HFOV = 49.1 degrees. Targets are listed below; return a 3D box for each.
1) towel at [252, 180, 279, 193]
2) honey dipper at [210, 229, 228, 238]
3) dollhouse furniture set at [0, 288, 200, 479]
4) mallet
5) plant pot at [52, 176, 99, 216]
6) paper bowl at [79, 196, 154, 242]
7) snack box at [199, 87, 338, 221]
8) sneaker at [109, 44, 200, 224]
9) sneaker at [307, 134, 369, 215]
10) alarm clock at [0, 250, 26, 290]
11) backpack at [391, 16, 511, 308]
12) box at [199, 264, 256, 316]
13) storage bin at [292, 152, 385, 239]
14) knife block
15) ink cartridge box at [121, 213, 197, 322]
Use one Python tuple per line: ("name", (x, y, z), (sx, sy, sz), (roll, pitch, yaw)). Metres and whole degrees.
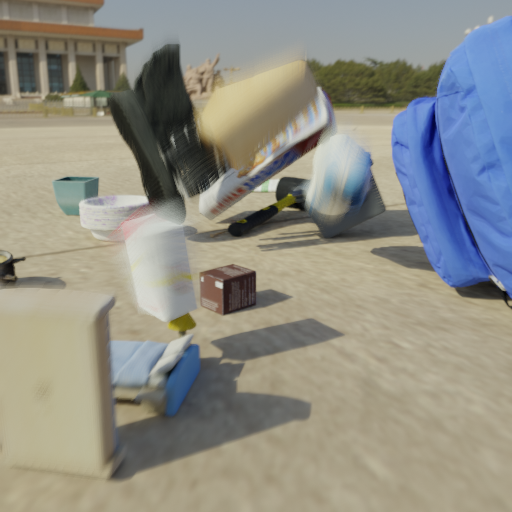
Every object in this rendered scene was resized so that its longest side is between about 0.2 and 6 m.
("towel", (0.394, -1.959, 15.556), (1.818, 0.213, 1.387), (1, 17, 2))
("honey dipper", (-0.598, -0.468, 10.566), (0.146, 0.146, 0.771), (13, 23, 38))
("dollhouse furniture set", (-1.513, 0.664, 4.626), (1.766, 1.221, 1.871), (3, 14, 10))
("mallet", (0.557, -0.967, 11.648), (1.117, 0.698, 3.393), (10, 23, 19))
("plant pot", (-3.905, -1.295, 12.235), (0.770, 0.784, 0.768), (2, 15, 7))
("paper bowl", (-2.532, -0.683, 10.274), (1.333, 0.693, 1.333), (0, 16, 0))
("snack box", (0.123, -1.937, 10.884), (3.182, 0.387, 1.144), (-32, 40, 28))
("sneaker", (-1.499, -2.118, 9.888), (1.545, 2.963, 0.890), (-28, 8, -30))
("sneaker", (1.188, -0.925, 7.867), (0.792, 0.799, 2.205), (-27, -15, 1))
("alarm clock", (-3.870, 0.295, 7.189), (1.639, 0.546, 1.106), (-2, 17, -14))
("backpack", (3.743, -1.118, 6.745), (3.894, 3.771, 4.641), (-24, 6, 25))
("box", (-0.346, 0.406, 6.944), (0.560, 0.460, 0.464), (-14, 21, -40))
("storage bin", (1.583, -1.078, 10.306), (1.543, 1.036, 1.123), (-25, 13, 14))
("knife block", (-0.285, -1.878, 8.692), (2.363, 0.756, 2.074), (-10, 44, 29))
("ink cartridge box", (-0.899, 0.096, 5.191), (0.354, 0.849, 0.616), (-20, 25, -31))
